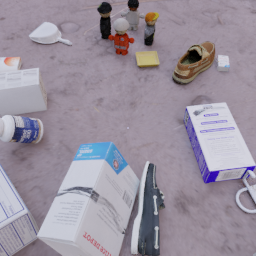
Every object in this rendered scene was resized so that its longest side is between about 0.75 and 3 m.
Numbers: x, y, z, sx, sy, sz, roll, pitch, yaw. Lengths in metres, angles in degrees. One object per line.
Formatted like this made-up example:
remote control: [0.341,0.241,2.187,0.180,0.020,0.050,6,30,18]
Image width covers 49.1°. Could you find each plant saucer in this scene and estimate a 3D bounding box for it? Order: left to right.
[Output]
plant saucer: [0.890,-3.150,12.978,1.007,0.244,1.007,-3,50,-3]

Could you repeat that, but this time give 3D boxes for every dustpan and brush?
dustpan and brush: [-3.705,-4.591,14.048,2.060,0.589,1.437,18,56,23]

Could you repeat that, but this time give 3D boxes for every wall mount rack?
wall mount rack: [4.623,2.106,8.231,2.494,0.930,2.167,-13,54,-9]

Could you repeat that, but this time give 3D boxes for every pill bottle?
pill bottle: [-3.752,0.046,9.381,1.599,0.887,0.887,8,36,-48]

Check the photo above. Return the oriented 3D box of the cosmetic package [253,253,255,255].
cosmetic package: [4.126,3.731,6.427,1.628,1.638,1.957,3,51,2]

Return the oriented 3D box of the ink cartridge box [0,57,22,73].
ink cartridge box: [-5.472,-2.604,12.464,1.168,0.361,1.440,-2,48,-1]

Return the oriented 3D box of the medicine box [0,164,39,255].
medicine box: [-4.193,2.435,7.333,2.740,1.410,2.496,-28,49,-28]

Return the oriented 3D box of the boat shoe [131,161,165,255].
boat shoe: [0.669,2.270,8.109,0.816,1.023,2.705,7,62,6]

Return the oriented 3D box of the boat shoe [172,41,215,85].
boat shoe: [3.053,-3.085,12.361,1.127,1.100,2.979,29,56,22]

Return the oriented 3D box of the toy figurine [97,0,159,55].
toy figurine: [-0.024,-5.052,13.538,2.522,1.782,2.562,-23,54,-18]

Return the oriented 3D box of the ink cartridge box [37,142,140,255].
ink cartridge box: [-0.849,2.048,7.420,1.148,1.990,2.743,-5,45,28]

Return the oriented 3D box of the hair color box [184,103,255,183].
hair color box: [3.014,0.430,9.633,1.506,0.893,2.756,-6,53,-4]

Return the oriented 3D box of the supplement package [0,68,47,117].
supplement package: [-4.153,-1.351,10.746,1.792,1.396,0.994,-9,51,-7]

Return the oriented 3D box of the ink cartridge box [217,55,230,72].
ink cartridge box: [4.334,-2.949,12.782,0.480,0.283,0.834,7,51,6]
